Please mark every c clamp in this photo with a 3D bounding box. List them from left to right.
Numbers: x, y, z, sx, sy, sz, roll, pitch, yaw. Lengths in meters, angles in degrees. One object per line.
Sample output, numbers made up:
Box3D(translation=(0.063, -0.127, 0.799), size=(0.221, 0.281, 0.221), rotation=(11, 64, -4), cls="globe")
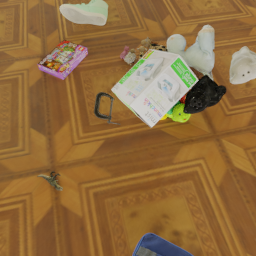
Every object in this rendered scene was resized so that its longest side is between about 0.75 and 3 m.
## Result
Box3D(translation=(-0.781, -0.749, 10.583), size=(1.042, 0.165, 1.220), rotation=(6, 76, -19), cls="c clamp")

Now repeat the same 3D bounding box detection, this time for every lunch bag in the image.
Box3D(translation=(0.937, 3.664, 7.249), size=(1.784, 1.181, 1.212), rotation=(22, 58, 16), cls="lunch bag")

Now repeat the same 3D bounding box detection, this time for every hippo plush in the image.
Box3D(translation=(2.601, -3.005, 11.830), size=(1.995, 1.976, 2.481), rotation=(0, 96, 18), cls="hippo plush")

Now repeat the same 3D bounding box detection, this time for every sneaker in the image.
Box3D(translation=(-2.171, -6.045, 14.220), size=(2.369, 0.872, 1.397), rotation=(11, 61, -4), cls="sneaker")

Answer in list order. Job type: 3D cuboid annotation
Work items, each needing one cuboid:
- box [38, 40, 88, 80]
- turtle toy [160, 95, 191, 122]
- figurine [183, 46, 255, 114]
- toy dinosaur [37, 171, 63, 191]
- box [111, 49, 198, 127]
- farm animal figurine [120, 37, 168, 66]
Box3D(translation=(-2.866, -3.087, 12.461), size=(1.317, 0.376, 1.925), rotation=(24, 58, 16), cls="box")
Box3D(translation=(1.706, -0.913, 10.537), size=(1.388, 0.962, 1.904), rotation=(-16, 55, -13), cls="turtle toy")
Box3D(translation=(3.158, -1.509, 9.176), size=(1.176, 2.731, 2.665), rotation=(54, 32, 0), cls="figurine")
Box3D(translation=(-2.502, 1.659, 9.249), size=(1.030, 0.244, 0.454), rotation=(27, 66, 21), cls="toy dinosaur")
Box3D(translation=(0.799, -1.452, 9.679), size=(2.181, 1.195, 2.471), rotation=(-45, 26, 2), cls="box")
Box3D(translation=(0.699, -3.373, 12.309), size=(1.907, 0.959, 1.540), rotation=(-24, 58, -16), cls="farm animal figurine")
